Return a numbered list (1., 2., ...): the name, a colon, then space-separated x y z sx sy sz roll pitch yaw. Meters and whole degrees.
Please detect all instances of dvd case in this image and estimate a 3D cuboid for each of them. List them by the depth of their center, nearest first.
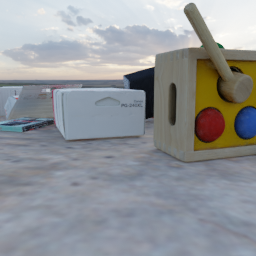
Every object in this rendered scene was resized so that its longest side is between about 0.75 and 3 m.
1. dvd case: -3.297 -0.133 8.855 1.282 0.193 1.756 3 9 18

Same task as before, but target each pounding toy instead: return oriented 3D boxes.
1. pounding toy: 1.603 -0.725 5.292 2.323 2.524 1.794 -4 10 -20

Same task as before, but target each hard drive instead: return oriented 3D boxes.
1. hard drive: 0.610 -1.060 9.328 1.263 1.872 0.396 -15 42 3

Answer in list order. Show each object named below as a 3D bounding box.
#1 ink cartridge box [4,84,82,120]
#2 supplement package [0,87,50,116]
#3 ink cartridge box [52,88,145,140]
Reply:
1. ink cartridge box: -3.051 -1.082 9.855 2.055 0.635 2.534 -8 -21 -37
2. supplement package: -4.421 -1.169 11.965 2.042 1.198 1.193 -1 10 -8
3. ink cartridge box: -0.982 -0.528 8.060 2.112 1.212 2.908 -3 10 -19
